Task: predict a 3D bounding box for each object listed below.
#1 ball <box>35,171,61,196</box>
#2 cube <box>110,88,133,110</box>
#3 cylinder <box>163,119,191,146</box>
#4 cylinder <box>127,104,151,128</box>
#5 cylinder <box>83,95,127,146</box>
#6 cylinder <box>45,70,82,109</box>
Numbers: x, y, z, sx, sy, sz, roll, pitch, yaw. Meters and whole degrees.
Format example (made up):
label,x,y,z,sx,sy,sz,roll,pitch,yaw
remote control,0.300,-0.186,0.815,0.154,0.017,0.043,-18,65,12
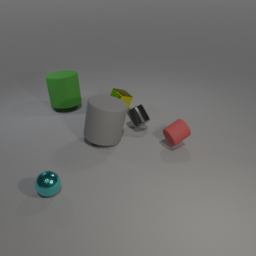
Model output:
label,x,y,z,sx,sy,sz,roll,pitch,yaw
ball,-2.214,1.530,7.733,0.700,0.700,0.700,0,28,0
cube,-0.341,-1.255,12.338,0.700,0.700,0.700,2,32,-43
cylinder,1.678,0.149,9.668,0.700,0.700,0.700,-34,38,-11
cylinder,0.417,-0.456,10.953,0.700,0.700,0.700,-29,-7,-4
cylinder,-0.828,-0.292,10.078,1.400,1.400,1.400,10,26,-5
cylinder,-2.878,-1.753,12.614,1.400,1.400,1.400,-4,25,2
